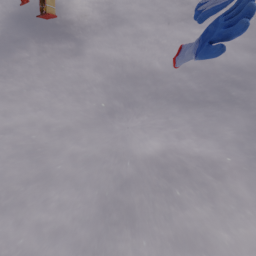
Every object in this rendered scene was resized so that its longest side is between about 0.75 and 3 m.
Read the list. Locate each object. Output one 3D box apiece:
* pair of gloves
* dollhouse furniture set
[{"bbox_3d":[1.636,-2.095,5.007,0.261,1.841,2.290,31,69,-21],"label":"pair of gloves"},{"bbox_3d":[-2.423,-3.281,7.214,0.492,0.651,1.209,6,8,36],"label":"dollhouse furniture set"}]
